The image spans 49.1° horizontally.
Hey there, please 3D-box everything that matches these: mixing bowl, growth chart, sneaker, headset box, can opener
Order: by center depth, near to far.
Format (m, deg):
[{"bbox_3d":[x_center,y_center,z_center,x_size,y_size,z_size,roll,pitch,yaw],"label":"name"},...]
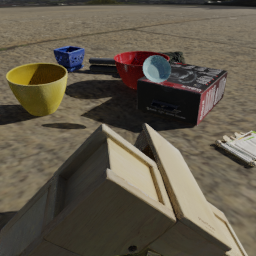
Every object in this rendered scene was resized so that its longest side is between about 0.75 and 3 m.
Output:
[{"bbox_3d":[3.529,0.448,7.494,2.002,0.178,1.448,-11,30,-19],"label":"growth chart"},{"bbox_3d":[1.831,-1.272,9.604,2.215,1.150,2.977,17,34,28],"label":"headset box"},{"bbox_3d":[0.539,-2.299,11.429,2.212,1.198,2.212,0,30,0],"label":"mixing bowl"},{"bbox_3d":[-0.642,-2.855,12.980,2.581,0.689,0.863,5,28,12],"label":"can opener"},{"bbox_3d":[1.978,-3.050,13.040,1.433,0.956,2.501,-1,23,11],"label":"sneaker"}]

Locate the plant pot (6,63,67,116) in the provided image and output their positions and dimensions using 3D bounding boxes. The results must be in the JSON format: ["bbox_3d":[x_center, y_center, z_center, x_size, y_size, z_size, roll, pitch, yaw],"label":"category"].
[{"bbox_3d":[-2.894,-1.190,9.206,1.859,1.320,1.859,2,34,-1],"label":"plant pot"}]

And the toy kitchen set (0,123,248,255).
[{"bbox_3d":[-0.133,1.472,4.607,2.810,2.535,2.292,38,18,-25],"label":"toy kitchen set"}]

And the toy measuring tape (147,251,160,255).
[{"bbox_3d":[0.128,2.275,3.681,0.695,0.695,1.890,10,30,17],"label":"toy measuring tape"}]

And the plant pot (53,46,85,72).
[{"bbox_3d":[-2.791,-3.311,13.484,1.104,0.992,1.104,19,34,32],"label":"plant pot"}]

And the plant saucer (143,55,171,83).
[{"bbox_3d":[0.843,-1.728,8.313,0.853,0.853,0.164,-6,-11,-10],"label":"plant saucer"}]
